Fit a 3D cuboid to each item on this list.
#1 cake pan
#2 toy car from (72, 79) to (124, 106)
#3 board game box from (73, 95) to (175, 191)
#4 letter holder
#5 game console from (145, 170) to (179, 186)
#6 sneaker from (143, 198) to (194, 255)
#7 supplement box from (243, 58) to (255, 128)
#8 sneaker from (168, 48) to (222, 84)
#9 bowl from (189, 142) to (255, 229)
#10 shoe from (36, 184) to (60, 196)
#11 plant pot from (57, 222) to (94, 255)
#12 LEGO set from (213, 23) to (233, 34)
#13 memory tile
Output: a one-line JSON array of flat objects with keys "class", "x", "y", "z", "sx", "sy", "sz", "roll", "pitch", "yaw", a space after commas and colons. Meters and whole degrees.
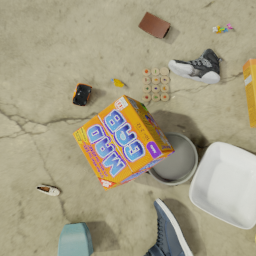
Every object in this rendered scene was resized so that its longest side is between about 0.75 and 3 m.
[{"class": "cake pan", "x": 1.695, "y": 1.177, "z": 10.969, "sx": 2.057, "sy": 0.377, "sz": 2.057, "roll": -1, "pitch": 87, "yaw": 20}, {"class": "toy car", "x": -1.337, "y": -1.566, "z": 11.988, "sx": 2.159, "sy": 1.059, "sz": 0.719, "roll": -6, "pitch": 35, "yaw": -17}, {"class": "board game box", "x": -0.053, "y": 0.546, "z": 10.176, "sx": 2.318, "sy": 2.320, "sz": 2.317, "roll": -36, "pitch": 76, "yaw": 14}, {"class": "letter holder", "x": 1.123, "y": -4.371, "z": 12.327, "sx": 1.198, "sy": 0.602, "sz": 0.851, "roll": 29, "pitch": 83, "yaw": 5}, {"class": "game console", "x": 1.551, "y": 1.392, "z": 11.489, "sx": 1.648, "sy": 0.256, "sz": 1.458, "roll": 23, "pitch": 81, "yaw": 5}, {"class": "sneaker", "x": 1.097, "y": 4.234, "z": 10.588, "sx": 1.964, "sy": 1.033, "sz": 2.718, "roll": -24, "pitch": 82, "yaw": -7}, {"class": "supplement box", "x": 5.496, "y": -1.434, "z": 11.648, "sx": 0.936, "sy": 0.967, "sz": 2.812, "roll": -2, "pitch": 78, "yaw": 0}, {"class": "sneaker", "x": 2.906, "y": -2.777, "z": 11.942, "sx": 2.270, "sy": 0.857, "sz": 1.292, "roll": 17, "pitch": 80, "yaw": -3}, {"class": "bowl", "x": 3.911, "y": 2.165, "z": 10.961, "sx": 2.767, "sy": 1.034, "sz": 2.771, "roll": 26, "pitch": 82, "yaw": 4}, {"class": "shoe", "x": -3.221, "y": 2.506, "z": 11.248, "sx": 0.986, "sy": 0.263, "sz": 0.345, "roll": 14, "pitch": 79, "yaw": 3}, {"class": "plant pot", "x": -1.972, "y": 4.207, "z": 10.583, "sx": 1.163, "sy": 1.166, "sz": 1.188, "roll": -4, "pitch": 73, "yaw": -1}, {"class": "LEGO set", "x": 4.159, "y": -4.459, "z": 12.491, "sx": 0.852, "sy": 0.325, "sz": 0.350, "roll": -9, "pitch": 77, "yaw": 5}, {"class": "memory tile", "x": 1.205, "y": -1.885, "z": 12.122, "sx": 1.202, "sy": 0.132, "sz": 1.569, "roll": 0, "pitch": 80, "yaw": 0}]
